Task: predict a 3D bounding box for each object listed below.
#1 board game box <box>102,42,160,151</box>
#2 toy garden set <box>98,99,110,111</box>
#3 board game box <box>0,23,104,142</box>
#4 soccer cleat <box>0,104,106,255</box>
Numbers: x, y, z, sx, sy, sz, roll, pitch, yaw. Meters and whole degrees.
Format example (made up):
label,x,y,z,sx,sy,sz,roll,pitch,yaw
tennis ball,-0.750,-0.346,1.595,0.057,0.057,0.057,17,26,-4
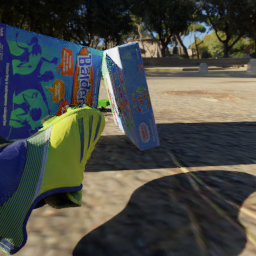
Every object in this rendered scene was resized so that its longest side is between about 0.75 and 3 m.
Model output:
label,x,y,z,sx,sy,sz,roll,pitch,yaw
board game box,-0.089,-0.906,7.080,0.537,2.220,2.935,-16,15,-10
toy garden set,-2.030,-0.831,10.926,2.495,0.498,2.080,3,11,11
board game box,-1.640,-0.715,5.732,0.645,2.180,2.866,12,12,28
soccer cleat,-0.836,0.428,3.331,1.081,0.836,2.585,45,25,2
